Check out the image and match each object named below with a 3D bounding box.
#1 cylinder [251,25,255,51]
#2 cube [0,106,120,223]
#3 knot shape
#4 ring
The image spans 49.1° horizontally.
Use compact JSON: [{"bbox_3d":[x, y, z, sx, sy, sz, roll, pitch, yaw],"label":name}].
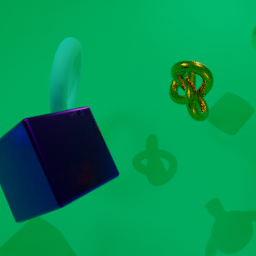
[{"bbox_3d":[3.771,-2.381,6.915,1.048,1.048,1.048,40,56,21],"label":"cylinder"},{"bbox_3d":[-1.164,0.544,4.411,1.264,1.264,1.264,-19,83,-53],"label":"cube"},{"bbox_3d":[1.368,-0.940,6.141,0.671,1.359,1.453,-22,58,-7],"label":"knot shape"},{"bbox_3d":[-1.267,-0.985,5.818,0.347,1.737,1.737,10,59,-3],"label":"ring"}]
